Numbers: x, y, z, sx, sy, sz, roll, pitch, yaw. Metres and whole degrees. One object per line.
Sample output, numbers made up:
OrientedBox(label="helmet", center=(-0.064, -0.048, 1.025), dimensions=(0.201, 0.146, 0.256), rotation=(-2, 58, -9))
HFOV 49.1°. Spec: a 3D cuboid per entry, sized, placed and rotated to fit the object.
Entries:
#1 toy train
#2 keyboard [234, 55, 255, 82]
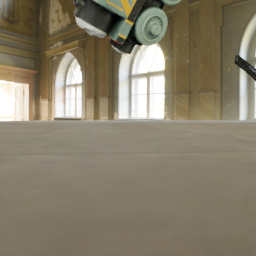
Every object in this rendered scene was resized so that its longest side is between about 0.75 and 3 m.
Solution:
OrientedBox(label="toy train", center=(0.220, -2.781, 4.755), dimensions=(1.702, 2.986, 1.272), rotation=(13, 27, -40))
OrientedBox(label="keyboard", center=(3.968, -1.784, 9.007), dimensions=(1.349, 0.173, 0.810), rotation=(35, 40, -6))
